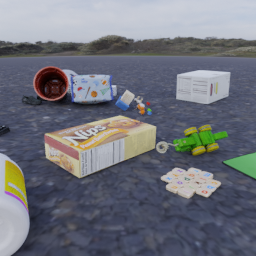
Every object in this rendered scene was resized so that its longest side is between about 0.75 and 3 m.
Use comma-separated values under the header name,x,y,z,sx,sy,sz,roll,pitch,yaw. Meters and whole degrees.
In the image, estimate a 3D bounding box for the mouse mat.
name,x,y,z,sx,sy,sz,roll,pitch,yaw
mouse mat,3.498,0.988,7.490,1.559,0.059,1.255,-8,20,-27

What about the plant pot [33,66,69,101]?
name,x,y,z,sx,sy,sz,roll,pitch,yaw
plant pot,-3.735,-2.053,13.987,1.632,1.632,1.587,-3,-4,-9

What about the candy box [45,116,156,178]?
name,x,y,z,sx,sy,sz,roll,pitch,yaw
candy box,-0.716,0.394,8.081,2.838,0.785,1.638,-17,25,-42

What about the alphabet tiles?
name,x,y,z,sx,sy,sz,roll,pitch,yaw
alphabet tiles,1.463,1.264,6.584,1.231,0.092,1.259,14,23,38

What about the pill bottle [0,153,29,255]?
name,x,y,z,sx,sy,sz,roll,pitch,yaw
pill bottle,-2.442,1.221,5.013,1.162,1.162,2.230,-7,20,-21

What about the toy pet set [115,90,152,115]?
name,x,y,z,sx,sy,sz,roll,pitch,yaw
toy pet set,0.236,-0.953,12.715,1.448,0.824,1.551,33,19,-10

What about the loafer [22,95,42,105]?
name,x,y,z,sx,sy,sz,roll,pitch,yaw
loafer,-4.871,-1.417,14.120,1.213,0.426,0.412,9,20,25

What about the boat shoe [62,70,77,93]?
name,x,y,z,sx,sy,sz,roll,pitch,yaw
boat shoe,-3.235,-2.538,16.458,1.033,1.018,2.915,-11,32,-33

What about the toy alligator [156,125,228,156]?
name,x,y,z,sx,sy,sz,roll,pitch,yaw
toy alligator,1.789,0.460,8.192,2.534,0.751,0.687,-9,-20,-24

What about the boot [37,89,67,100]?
name,x,y,z,sx,sy,sz,roll,pitch,yaw
boot,-4.147,-1.824,15.363,1.528,0.502,1.259,-6,17,-4

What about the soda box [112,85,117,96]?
name,x,y,z,sx,sy,sz,roll,pitch,yaw
soda box,-1.502,-2.171,16.235,1.664,0.530,0.567,0,18,-1

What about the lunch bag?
name,x,y,z,sx,sy,sz,roll,pitch,yaw
lunch bag,-1.890,-1.949,14.107,2.047,1.491,2.408,-2,2,-10

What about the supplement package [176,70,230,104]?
name,x,y,z,sx,sy,sz,roll,pitch,yaw
supplement package,4.111,-2.289,15.221,1.917,1.365,2.462,15,25,40

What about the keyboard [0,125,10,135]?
name,x,y,z,sx,sy,sz,roll,pitch,yaw
keyboard,-5.393,-0.011,10.152,2.221,0.285,1.334,7,19,17
